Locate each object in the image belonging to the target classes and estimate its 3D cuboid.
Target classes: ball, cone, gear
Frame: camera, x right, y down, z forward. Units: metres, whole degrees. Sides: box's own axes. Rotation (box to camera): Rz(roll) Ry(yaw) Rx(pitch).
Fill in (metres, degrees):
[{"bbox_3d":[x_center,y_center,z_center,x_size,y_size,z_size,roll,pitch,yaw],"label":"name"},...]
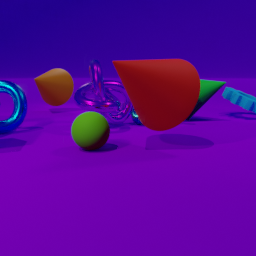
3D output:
[{"bbox_3d":[-0.687,0.054,5.183,0.712,0.712,0.712,0,11,0],"label":"ball"},{"bbox_3d":[0.248,-0.842,4.898,1.472,1.472,1.477,11,-8,45],"label":"cone"},{"bbox_3d":[-2.917,-1.582,9.987,1.454,1.454,1.459,3,-2,16],"label":"cone"},{"bbox_3d":[2.187,-1.091,8.225,1.386,1.381,1.381,-19,1,29],"label":"cone"},{"bbox_3d":[-0.745,-0.887,10.501,1.535,0.284,1.535,7,5,-1],"label":"gear"},{"bbox_3d":[3.958,-0.847,9.153,1.707,0.316,1.707,19,20,-7],"label":"gear"}]

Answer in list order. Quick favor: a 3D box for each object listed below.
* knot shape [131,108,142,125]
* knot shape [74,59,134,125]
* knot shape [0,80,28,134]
[{"bbox_3d":[0.664,-0.817,7.797,1.765,1.652,0.816,40,8,19],"label":"knot shape"},{"bbox_3d":[-0.646,-0.962,7.182,0.819,1.659,1.772,-33,-21,29],"label":"knot shape"},{"bbox_3d":[-3.583,-0.649,6.597,2.013,0.930,1.884,-18,49,-38],"label":"knot shape"}]
